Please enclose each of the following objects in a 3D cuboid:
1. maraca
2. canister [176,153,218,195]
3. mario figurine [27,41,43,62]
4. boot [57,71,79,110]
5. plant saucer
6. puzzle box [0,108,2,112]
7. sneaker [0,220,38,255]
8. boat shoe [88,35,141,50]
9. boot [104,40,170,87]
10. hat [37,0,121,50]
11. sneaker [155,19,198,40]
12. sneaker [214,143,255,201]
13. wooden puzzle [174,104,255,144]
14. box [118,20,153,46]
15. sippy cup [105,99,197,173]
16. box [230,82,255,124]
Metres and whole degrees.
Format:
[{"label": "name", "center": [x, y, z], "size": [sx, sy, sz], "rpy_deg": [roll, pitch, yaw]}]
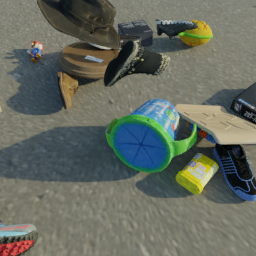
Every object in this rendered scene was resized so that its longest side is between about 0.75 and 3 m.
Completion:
[{"label": "maraca", "center": [2.525, -3.859, 11.344], "size": [1.843, 0.986, 1.263], "rpy_deg": [2, 28, -9]}, {"label": "canister", "center": [1.800, 1.154, 7.222], "size": [0.708, 0.413, 0.954], "rpy_deg": [34, 55, 27]}, {"label": "mario figurine", "center": [-3.671, -3.072, 10.972], "size": [0.652, 0.560, 1.056], "rpy_deg": [-10, 50, -7]}, {"label": "boot", "center": [-1.960, -1.317, 9.353], "size": [0.693, 0.676, 1.836], "rpy_deg": [-3, 45, -16]}, {"label": "plant saucer", "center": [-1.330, -2.617, 10.402], "size": [2.561, 0.377, 2.561], "rpy_deg": [5, 40, -4]}, {"label": "puzzle box", "center": [-4.602, -0.597, 9.005], "size": [0.929, 0.118, 0.618], "rpy_deg": [-21, 51, -18]}, {"label": "sneaker", "center": [-3.322, 2.061, 5.925], "size": [2.843, 1.127, 1.358], "rpy_deg": [-2, 46, -2]}, {"label": "boat shoe", "center": [-0.510, -3.341, 10.660], "size": [2.083, 0.628, 0.769], "rpy_deg": [8, 37, -11]}, {"label": "boot", "center": [0.169, -1.374, 6.689], "size": [1.129, 1.494, 0.539], "rpy_deg": [8, 60, -31]}, {"label": "hat", "center": [-1.040, -3.136, 7.325], "size": [2.507, 1.011, 2.507], "rpy_deg": [25, 35, -20]}, {"label": "sneaker", "center": [1.576, -3.231, 9.215], "size": [1.390, 0.629, 0.462], "rpy_deg": [7, 19, 12]}, {"label": "sneaker", "center": [2.792, 0.933, 7.201], "size": [0.653, 0.726, 1.863], "rpy_deg": [-12, 49, -12]}, {"label": "wooden puzzle", "center": [2.545, -0.041, 7.773], "size": [1.975, 0.494, 2.133], "rpy_deg": [0, 25, -24]}, {"label": "box", "center": [0.296, -3.907, 11.672], "size": [1.191, 0.620, 1.084], "rpy_deg": [-13, 48, -12]}, {"label": "sippy cup", "center": [0.616, 0.065, 7.505], "size": [2.185, 1.716, 1.602], "rpy_deg": [34, 43, 5]}, {"label": "box", "center": [4.552, -0.607, 8.799], "size": [1.614, 0.439, 2.015], "rpy_deg": [-32, 55, -26]}]
